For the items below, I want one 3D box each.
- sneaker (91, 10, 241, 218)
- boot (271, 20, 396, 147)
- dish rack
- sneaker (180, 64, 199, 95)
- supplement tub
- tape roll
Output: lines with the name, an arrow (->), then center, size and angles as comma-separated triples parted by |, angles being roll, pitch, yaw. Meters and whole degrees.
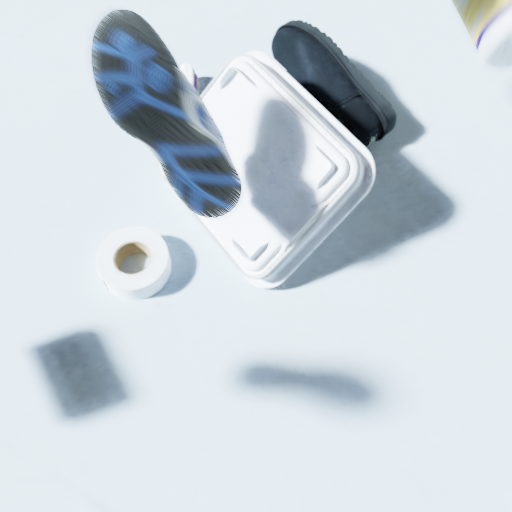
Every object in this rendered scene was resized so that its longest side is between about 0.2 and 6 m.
sneaker -> -1.026, -1.564, 6.397 | 0.929, 0.945, 2.454 | -27, 106, 6
boot -> 0.536, -2.331, 8.789 | 2.283, 1.038, 2.717 | -35, 74, -21
dish rack -> -0.088, -1.256, 7.748 | 2.489, 0.631, 2.901 | -47, 69, 17
sneaker -> -1.345, -2.536, 9.161 | 0.796, 0.599, 1.599 | 2, 63, 1
supplement tub -> 3.347, -3.722, 7.514 | 1.418, 1.418, 1.950 | -17, 75, -9
tape roll -> -1.725, 0.105, 7.930 | 1.021, 0.357, 1.021 | 0, 63, 0
